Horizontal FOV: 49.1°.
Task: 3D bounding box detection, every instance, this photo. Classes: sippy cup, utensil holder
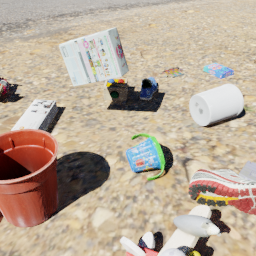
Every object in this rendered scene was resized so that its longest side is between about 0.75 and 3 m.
[{"bbox_3d":[0.548,0.979,9.602,1.108,1.187,1.512,-18,27,-6],"label":"sippy cup"},{"bbox_3d":[3.759,-0.965,12.017,1.762,1.497,1.497,-19,39,-21],"label":"utensil holder"}]

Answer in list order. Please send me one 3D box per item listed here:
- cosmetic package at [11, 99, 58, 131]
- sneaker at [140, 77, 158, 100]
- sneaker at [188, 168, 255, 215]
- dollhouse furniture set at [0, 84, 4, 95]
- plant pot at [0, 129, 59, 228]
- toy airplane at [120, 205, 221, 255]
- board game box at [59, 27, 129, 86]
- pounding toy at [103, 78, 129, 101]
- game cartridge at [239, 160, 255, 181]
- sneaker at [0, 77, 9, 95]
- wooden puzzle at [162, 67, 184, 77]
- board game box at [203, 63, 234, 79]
[{"bbox_3d":[-3.883,-0.361,11.863,1.026,0.629,2.485,2,35,5],"label":"cosmetic package"},{"bbox_3d":[1.093,-2.191,14.287,0.769,0.872,1.957,7,35,10],"label":"sneaker"},{"bbox_3d":[3.300,1.743,8.433,2.809,1.093,1.154,10,35,13],"label":"sneaker"},{"bbox_3d":[-6.970,-2.038,13.074,2.081,1.084,2.103,21,72,-18],"label":"dollhouse furniture set"},{"bbox_3d":[-2.899,1.498,7.882,2.177,2.117,2.177,0,35,0],"label":"plant pot"},{"bbox_3d":[0.875,2.991,5.872,2.695,1.910,2.707,-13,43,3],"label":"toy airplane"},{"bbox_3d":[-1.263,-2.578,10.353,2.235,1.649,0.718,-4,25,30],"label":"board game box"},{"bbox_3d":[-0.519,-1.992,13.880,1.297,1.002,1.409,2,35,4],"label":"pounding toy"},{"bbox_3d":[4.504,1.664,9.301,1.416,0.272,0.918,25,46,31],"label":"game cartridge"},{"bbox_3d":[-7.244,-2.038,14.000,2.380,0.960,0.889,-9,38,-13],"label":"sneaker"},{"bbox_3d":[2.668,-3.238,16.457,1.553,0.109,0.921,-21,40,-27],"label":"wooden puzzle"},{"bbox_3d":[5.324,-3.384,16.485,1.061,0.314,1.395,-22,40,-28],"label":"board game box"}]
